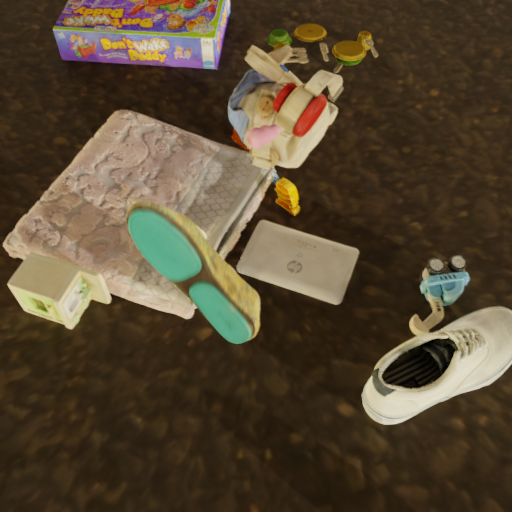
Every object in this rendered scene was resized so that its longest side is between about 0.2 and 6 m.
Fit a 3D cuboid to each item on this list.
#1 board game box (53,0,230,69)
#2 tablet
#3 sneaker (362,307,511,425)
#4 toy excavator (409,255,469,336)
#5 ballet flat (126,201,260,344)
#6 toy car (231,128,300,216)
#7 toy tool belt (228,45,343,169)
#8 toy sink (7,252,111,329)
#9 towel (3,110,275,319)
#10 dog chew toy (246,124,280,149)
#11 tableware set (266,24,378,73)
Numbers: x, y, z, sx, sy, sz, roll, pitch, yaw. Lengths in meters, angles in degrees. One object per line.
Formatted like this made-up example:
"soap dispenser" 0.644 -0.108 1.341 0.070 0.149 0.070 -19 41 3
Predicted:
"board game box" -2.650 -5.763 13.672 3.750 0.840 2.521 4 54 3
"tablet" 0.743 0.074 9.905 1.917 0.131 1.247 18 56 13
"sneaker" 2.918 1.516 8.290 2.946 1.043 1.076 -28 59 -18
"toy excavator" 3.018 0.675 9.253 1.153 0.593 1.186 -8 63 -4
"ballet flat" -0.801 0.133 7.920 0.930 2.632 0.930 -31 25 16
"toy car" 0.506 -2.205 10.926 1.375 0.933 2.802 -26 55 -9
"toy tool belt" 0.205 -2.533 9.383 1.886 3.069 1.916 37 94 4
"toy sink" -3.160 0.622 9.063 1.311 0.854 0.734 16 56 10
"towel" -2.000 -1.006 10.367 3.724 0.629 3.899 19 55 13
"dog chew toy" 0.114 -1.701 7.877 0.478 0.298 0.298 -23 57 -4
"tableware set" 1.561 -5.016 13.469 2.528 0.388 1.703 -6 51 -3
